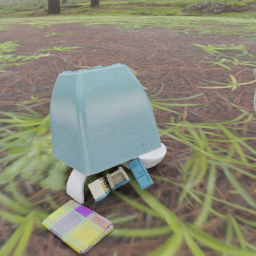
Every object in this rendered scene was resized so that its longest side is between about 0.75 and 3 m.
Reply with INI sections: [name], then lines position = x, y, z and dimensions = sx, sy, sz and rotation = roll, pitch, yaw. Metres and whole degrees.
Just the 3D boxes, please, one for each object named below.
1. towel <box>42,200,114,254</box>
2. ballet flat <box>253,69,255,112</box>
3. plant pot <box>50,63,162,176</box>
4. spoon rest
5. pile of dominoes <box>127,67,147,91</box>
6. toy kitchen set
[towel]
position = -0.945, 1.812, 5.216
dimensions = 1.160, 0.132, 0.833
rotation = 18, 33, 33
[ballet flat]
position = 3.610, -0.182, 6.556
dimensions = 0.979, 2.886, 1.087
rotation = -29, 13, -32
[plant pot]
position = -0.662, -0.372, 6.297
dimensions = 1.933, 1.969, 1.928
rotation = -17, 16, -32
[spoon rest]
position = -0.194, 0.740, 6.593
dimensions = 1.347, 0.822, 2.710
rotation = 23, 36, 38
[pile of dominoes]
position = -0.801, -1.417, 9.234
dimensions = 2.395, 0.381, 1.867
rotation = -11, -19, 35
[toy kitchen set]
position = -0.109, 1.142, 5.706
dimensions = 1.125, 0.663, 0.902
rotation = -30, -6, -1
